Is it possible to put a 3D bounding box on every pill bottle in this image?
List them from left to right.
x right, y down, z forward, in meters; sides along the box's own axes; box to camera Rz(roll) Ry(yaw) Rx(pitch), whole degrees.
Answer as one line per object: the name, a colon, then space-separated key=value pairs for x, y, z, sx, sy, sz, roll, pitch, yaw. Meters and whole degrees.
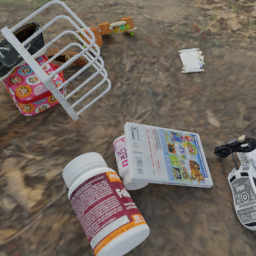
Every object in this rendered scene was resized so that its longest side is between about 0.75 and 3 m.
pill bottle: x=-0.607 y=1.795 z=6.656 sx=1.310 sy=1.310 sz=2.294 roll=-25 pitch=59 yaw=-17
pill bottle: x=0.089 y=0.922 z=7.597 sx=0.769 sy=0.769 sz=1.357 roll=-10 pitch=56 yaw=-7

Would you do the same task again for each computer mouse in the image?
computer mouse: x=3.029 y=1.396 z=7.221 sx=0.514 sy=1.284 sz=2.342 roll=8 pitch=62 yaw=-30

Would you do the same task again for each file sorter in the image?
file sorter: x=-1.625 y=-1.678 z=7.329 sx=1.589 sy=2.553 sz=1.771 roll=-40 pitch=74 yaw=-7

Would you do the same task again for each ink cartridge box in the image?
ink cartridge box: x=4.665 y=1.458 z=7.356 sx=2.662 sy=0.578 sz=2.637 roll=-8 pitch=54 yaw=-7

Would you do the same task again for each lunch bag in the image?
lunch bag: x=-3.051 y=-1.578 z=9.351 sx=1.939 sy=0.902 sz=2.201 roll=-29 pitch=60 yaw=-24

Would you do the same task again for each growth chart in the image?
growth chart: x=2.392 y=-2.530 z=10.442 sx=0.943 sy=0.116 sz=1.303 roll=-1 pitch=55 yaw=-2

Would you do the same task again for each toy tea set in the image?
toy tea set: x=-0.760 y=-3.587 z=10.929 sx=2.482 sy=0.919 sz=1.476 roll=-17 pitch=27 yaw=-8

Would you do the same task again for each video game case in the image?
video game case: x=1.079 y=0.729 z=7.561 sx=2.347 sy=0.211 sz=1.681 roll=9 pitch=51 yaw=-20

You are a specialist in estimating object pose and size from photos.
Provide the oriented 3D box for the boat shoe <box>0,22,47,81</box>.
boat shoe: x=-3.807 y=-2.317 z=8.628 sx=1.044 sy=0.983 sz=2.908 roll=36 pitch=58 yaw=14

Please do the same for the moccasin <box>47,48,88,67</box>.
moccasin: x=-2.165 y=-2.494 z=10.079 sx=1.432 sy=0.524 sz=0.553 roll=16 pitch=53 yaw=-9
